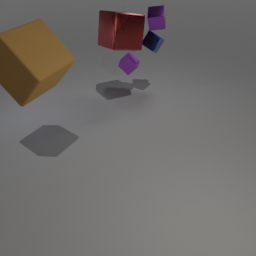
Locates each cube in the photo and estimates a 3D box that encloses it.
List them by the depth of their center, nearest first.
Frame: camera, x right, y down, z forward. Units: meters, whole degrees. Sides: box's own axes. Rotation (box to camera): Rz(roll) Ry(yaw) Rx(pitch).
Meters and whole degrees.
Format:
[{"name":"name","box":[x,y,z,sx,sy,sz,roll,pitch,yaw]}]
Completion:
[{"name":"cube","box":[-2.525,-1.686,7.293,1.400,1.400,1.400,49,46,-7]},{"name":"cube","box":[-0.302,-4.013,11.545,1.400,1.400,1.400,-9,26,-32]},{"name":"cube","box":[1.232,-4.708,11.994,0.700,0.700,0.700,-1,60,13]},{"name":"cube","box":[1.126,-3.890,12.667,0.700,0.700,0.700,36,18,9]},{"name":"cube","box":[0.050,-3.166,13.697,0.700,0.700,0.700,-34,27,32]}]
